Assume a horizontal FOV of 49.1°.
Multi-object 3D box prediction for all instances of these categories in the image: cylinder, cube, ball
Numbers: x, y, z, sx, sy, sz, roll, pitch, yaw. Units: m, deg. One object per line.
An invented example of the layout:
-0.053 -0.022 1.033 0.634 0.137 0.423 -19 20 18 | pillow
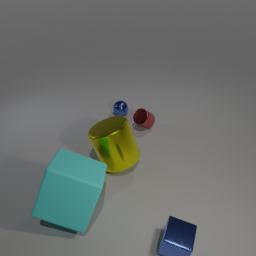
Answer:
0.673 -0.402 11.650 0.700 0.700 0.700 23 2 32 | cylinder
1.191 2.693 6.766 0.700 0.700 0.700 18 43 10 | cube
-0.443 0.517 9.340 1.400 1.400 1.400 -18 25 9 | cylinder
-1.487 1.590 7.377 1.400 1.400 1.400 20 15 -6 | cube
-0.341 -0.896 12.740 0.700 0.700 0.700 0 32 0 | ball
